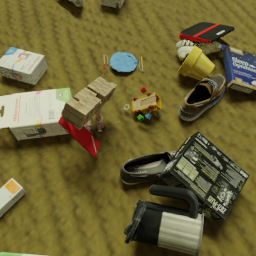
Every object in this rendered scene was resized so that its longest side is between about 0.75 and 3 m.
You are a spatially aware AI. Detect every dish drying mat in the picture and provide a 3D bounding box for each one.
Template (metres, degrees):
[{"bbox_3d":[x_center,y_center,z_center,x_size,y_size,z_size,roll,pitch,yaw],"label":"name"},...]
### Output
[{"bbox_3d":[-1.627,0.182,9.619,0.173,1.902,0.730,-18,38,28],"label":"dish drying mat"}]

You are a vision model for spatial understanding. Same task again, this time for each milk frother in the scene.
[{"bbox_3d":[1.032,2.797,7.730,1.984,1.904,2.110,8,24,13],"label":"milk frother"}]

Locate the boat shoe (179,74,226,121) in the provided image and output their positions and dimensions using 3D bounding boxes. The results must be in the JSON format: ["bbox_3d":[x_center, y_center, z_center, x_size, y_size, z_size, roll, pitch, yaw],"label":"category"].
[{"bbox_3d":[3.223,-1.429,11.510,1.033,1.035,2.860,35,64,20],"label":"boat shoe"}]

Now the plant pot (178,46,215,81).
[{"bbox_3d":[3.050,-2.711,12.282,1.227,1.305,1.305,33,62,3],"label":"plant pot"}]

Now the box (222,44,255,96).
[{"bbox_3d":[5.063,-2.705,12.420,1.629,0.436,2.690,13,56,-14],"label":"box"}]

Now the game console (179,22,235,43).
[{"bbox_3d":[3.737,-4.572,13.459,1.926,0.338,2.177,28,49,37],"label":"game console"}]

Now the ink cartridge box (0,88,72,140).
[{"bbox_3d":[-3.600,-0.524,10.971,2.843,0.957,1.665,-7,57,-4],"label":"ink cartridge box"}]

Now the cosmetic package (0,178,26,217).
[{"bbox_3d":[-4.124,2.351,9.444,0.598,0.420,1.179,34,64,20],"label":"cosmetic package"}]

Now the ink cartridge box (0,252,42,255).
[{"bbox_3d":[-2.180,4.601,7.510,2.825,1.236,2.053,5,57,2],"label":"ink cartridge box"}]

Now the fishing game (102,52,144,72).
[{"bbox_3d":[-0.228,-3.041,13.024,1.876,0.292,1.343,-1,57,-10],"label":"fishing game"}]

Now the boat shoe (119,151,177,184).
[{"bbox_3d":[1.103,1.326,9.865,2.858,0.814,0.955,-13,58,-8],"label":"boat shoe"}]

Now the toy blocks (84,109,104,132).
[{"bbox_3d":[-1.549,-0.318,10.667,1.166,1.248,1.051,-2,51,-1],"label":"toy blocks"}]

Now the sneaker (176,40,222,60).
[{"bbox_3d":[3.341,-3.596,13.164,2.165,0.813,0.877,-4,76,-4],"label":"sneaker"}]

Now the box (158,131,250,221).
[{"bbox_3d":[2.501,1.583,9.228,2.263,0.975,1.853,40,64,2],"label":"box"}]

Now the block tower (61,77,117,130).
[{"bbox_3d":[-1.292,-0.937,9.631,0.796,0.744,2.753,33,32,2],"label":"block tower"}]

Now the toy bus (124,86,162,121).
[{"bbox_3d":[0.710,-0.907,11.370,1.322,0.683,1.247,37,94,37],"label":"toy bus"}]

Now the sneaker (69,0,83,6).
[{"bbox_3d":[-3.327,-7.525,15.566,1.195,1.049,2.983,-24,54,-5],"label":"sneaker"}]

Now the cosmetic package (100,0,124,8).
[{"bbox_3d":[-0.767,-7.624,15.393,1.225,1.224,1.485,14,57,9],"label":"cosmetic package"}]

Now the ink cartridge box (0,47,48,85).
[{"bbox_3d":[-4.708,-2.793,12.564,1.758,0.744,1.270,17,58,9],"label":"ink cartridge box"}]
